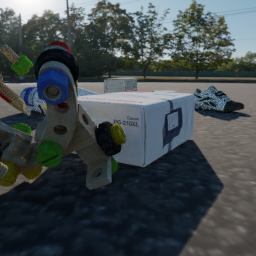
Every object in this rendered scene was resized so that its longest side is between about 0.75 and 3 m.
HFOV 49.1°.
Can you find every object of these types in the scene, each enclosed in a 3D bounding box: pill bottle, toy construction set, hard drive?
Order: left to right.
[{"bbox_3d":[-3.768,-1.207,12.133,1.839,1.100,1.100,11,16,39],"label":"pill bottle"},{"bbox_3d":[-1.390,0.047,4.557,2.405,2.216,2.884,-44,40,-2],"label":"toy construction set"},{"bbox_3d":[-1.800,-0.956,9.086,1.935,0.258,1.276,18,37,8],"label":"hard drive"}]

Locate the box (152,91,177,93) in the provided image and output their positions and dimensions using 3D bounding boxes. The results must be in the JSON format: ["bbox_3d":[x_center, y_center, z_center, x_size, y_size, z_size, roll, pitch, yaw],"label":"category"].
[{"bbox_3d":[1.913,-1.569,14.777,1.159,0.761,1.165,-1,11,-4],"label":"box"}]

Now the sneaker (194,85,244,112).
[{"bbox_3d":[4.050,-1.361,12.881,0.966,1.154,2.607,-9,16,-44],"label":"sneaker"}]

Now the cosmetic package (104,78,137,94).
[{"bbox_3d":[-0.275,-1.687,13.585,1.053,1.491,2.880,2,10,12],"label":"cosmetic package"}]

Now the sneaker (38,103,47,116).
[{"bbox_3d":[-2.896,-0.654,10.156,0.381,0.975,0.440,40,69,17],"label":"sneaker"}]

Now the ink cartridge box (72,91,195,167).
[{"bbox_3d":[0.136,-0.179,6.669,2.087,1.216,2.883,7,13,30],"label":"ink cartridge box"}]
